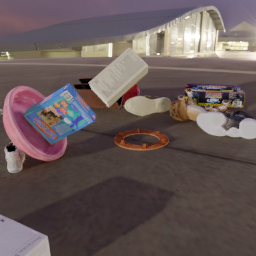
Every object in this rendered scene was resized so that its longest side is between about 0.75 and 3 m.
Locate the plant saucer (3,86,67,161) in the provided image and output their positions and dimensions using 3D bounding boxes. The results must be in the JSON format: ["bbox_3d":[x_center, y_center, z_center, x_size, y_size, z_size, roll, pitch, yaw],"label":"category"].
[{"bbox_3d":[-2.639,-0.069,7.873,0.570,2.251,2.251,-27,12,16],"label":"plant saucer"}]

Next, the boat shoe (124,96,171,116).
[{"bbox_3d":[0.814,-1.054,12.700,2.384,0.857,0.710,-7,12,-28],"label":"boat shoe"}]

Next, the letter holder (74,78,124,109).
[{"bbox_3d":[-1.486,-1.810,13.278,2.246,1.129,1.596,6,-22,18],"label":"letter holder"}]

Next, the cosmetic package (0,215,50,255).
[{"bbox_3d":[-2.054,1.820,4.239,1.641,0.607,0.834,8,20,27],"label":"cosmetic package"}]

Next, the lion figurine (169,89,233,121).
[{"bbox_3d":[2.742,-0.594,10.918,2.599,1.592,0.942,29,59,30],"label":"lion figurine"}]

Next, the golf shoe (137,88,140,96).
[{"bbox_3d":[-0.404,-2.226,16.206,2.402,0.905,1.099,8,16,20],"label":"golf shoe"}]

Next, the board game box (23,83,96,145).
[{"bbox_3d":[-1.895,-0.346,7.817,1.602,1.218,0.360,-27,30,19],"label":"board game box"}]

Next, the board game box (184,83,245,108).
[{"bbox_3d":[4.498,-1.779,14.891,2.876,0.815,2.377,4,20,12],"label":"board game box"}]

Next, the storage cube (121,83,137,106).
[{"bbox_3d":[-0.335,-1.957,14.725,1.397,1.256,1.194,14,23,38],"label":"storage cube"}]

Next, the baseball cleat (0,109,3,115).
[{"bbox_3d":[-5.913,-0.657,12.388,0.467,0.306,0.878,4,8,29],"label":"baseball cleat"}]

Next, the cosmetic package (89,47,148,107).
[{"bbox_3d":[-0.370,-2.129,11.839,2.327,1.205,0.851,-42,-9,-6],"label":"cosmetic package"}]

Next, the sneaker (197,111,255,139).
[{"bbox_3d":[3.618,-0.204,10.155,2.176,0.821,1.238,11,20,15],"label":"sneaker"}]

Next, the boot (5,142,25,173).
[{"bbox_3d":[-3.107,0.662,7.702,0.490,0.637,1.333,-7,19,-21],"label":"boot"}]

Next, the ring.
[{"bbox_3d":[0.452,0.330,9.476,1.858,0.178,1.858,0,19,0],"label":"ring"}]
